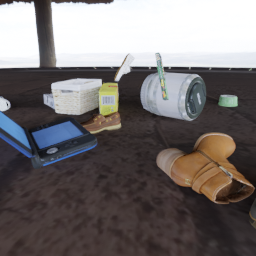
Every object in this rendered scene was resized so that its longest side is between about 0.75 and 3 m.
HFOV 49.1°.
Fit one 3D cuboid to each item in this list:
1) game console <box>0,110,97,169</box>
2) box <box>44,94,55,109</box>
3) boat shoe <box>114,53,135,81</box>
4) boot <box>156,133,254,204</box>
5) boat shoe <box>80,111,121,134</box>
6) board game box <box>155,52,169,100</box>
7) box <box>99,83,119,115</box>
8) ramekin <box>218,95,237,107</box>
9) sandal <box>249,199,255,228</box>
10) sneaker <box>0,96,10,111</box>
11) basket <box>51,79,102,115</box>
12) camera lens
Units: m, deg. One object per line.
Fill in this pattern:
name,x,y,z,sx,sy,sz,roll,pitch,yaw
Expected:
game console,-2.408,-0.209,7.315,2.322,1.610,2.721,-20,23,-20
box,-3.444,-1.349,13.729,0.935,0.482,1.603,-10,18,-31
boat shoe,-0.095,-2.137,10.102,0.394,1.136,0.402,31,-4,-18
boot,1.850,0.802,5.636,2.149,0.792,1.663,-14,23,-27
boat shoe,-1.039,-0.200,9.343,1.798,0.607,0.647,-11,19,-34
board game box,0.805,-1.193,6.596,0.126,1.078,0.565,-10,1,10
box,-0.822,-1.329,12.508,0.748,1.123,2.984,-1,15,0
ramekin,4.943,-1.356,13.828,0.904,0.441,0.904,0,15,0
sandal,2.792,0.946,4.915,1.143,0.763,2.796,11,19,35
sneaker,-5.833,-1.203,12.859,1.627,0.655,1.191,-1,19,17
basket,-2.199,-1.437,12.481,1.440,1.310,2.124,6,18,20
camera lens,1.832,-1.290,11.097,2.189,1.751,1.751,14,21,39
